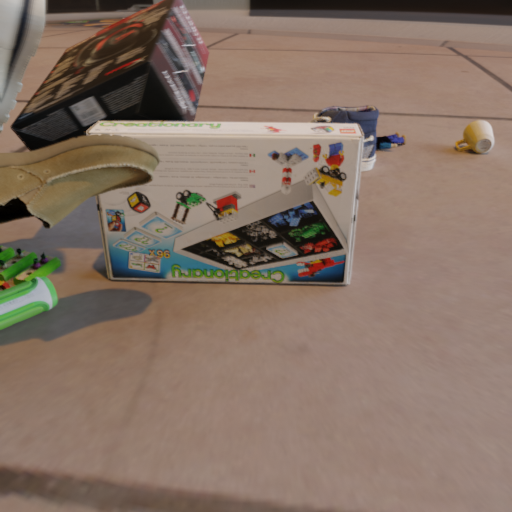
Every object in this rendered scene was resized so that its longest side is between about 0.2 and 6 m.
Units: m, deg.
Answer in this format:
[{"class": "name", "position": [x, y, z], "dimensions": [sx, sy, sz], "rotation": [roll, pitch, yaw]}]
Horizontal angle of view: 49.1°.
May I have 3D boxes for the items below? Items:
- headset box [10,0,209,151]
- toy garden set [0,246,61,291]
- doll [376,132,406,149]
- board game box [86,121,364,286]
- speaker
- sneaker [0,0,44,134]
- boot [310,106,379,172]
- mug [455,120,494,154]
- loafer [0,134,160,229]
[{"class": "headset box", "position": [-2.078, -2.745, 8.786], "dimensions": [2.321, 1.171, 3.123], "rotation": [-19, 38, 16]}, {"class": "toy garden set", "position": [-3.910, 0.166, 8.074], "dimensions": [1.597, 0.319, 1.331], "rotation": [10, 30, 18]}, {"class": "doll", "position": [3.066, -2.706, 13.343], "dimensions": [1.145, 0.277, 0.781], "rotation": [-18, 37, -29]}, {"class": "board game box", "position": [-0.394, -0.683, 7.662], "dimensions": [3.482, 2.198, 0.603], "rotation": [2, 29, 2]}, {"class": "speaker", "position": [-3.114, 0.646, 7.043], "dimensions": [1.119, 0.495, 0.495], "rotation": [-25, 38, -38]}, {"class": "sneaker", "position": [-3.337, -2.363, 6.641], "dimensions": [1.059, 2.630, 1.005], "rotation": [5, 52, -36]}, {"class": "boot", "position": [1.147, -2.441, 11.765], "dimensions": [2.930, 1.323, 1.066], "rotation": [-8, 30, -14]}, {"class": "mug", "position": [5.188, -2.669, 13.107], "dimensions": [0.655, 0.818, 0.672], "rotation": [29, 35, -15]}, {"class": "loafer", "position": [-2.171, -0.721, 6.049], "dimensions": [2.329, 0.786, 0.886], "rotation": [-11, -9, -9]}]
